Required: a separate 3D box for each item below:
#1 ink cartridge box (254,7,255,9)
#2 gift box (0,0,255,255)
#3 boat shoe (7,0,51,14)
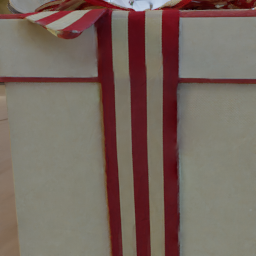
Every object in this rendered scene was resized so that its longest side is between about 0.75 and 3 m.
[{"bbox_3d":[3.357,-2.396,6.580,0.558,1.324,0.958,20,-9,-16],"label":"ink cartridge box"},{"bbox_3d":[0.312,-0.043,2.876,2.520,2.550,2.731,0,10,1],"label":"gift box"},{"bbox_3d":[-3.321,-4.015,9.366,0.677,0.818,2.276,-27,18,24],"label":"boat shoe"}]
